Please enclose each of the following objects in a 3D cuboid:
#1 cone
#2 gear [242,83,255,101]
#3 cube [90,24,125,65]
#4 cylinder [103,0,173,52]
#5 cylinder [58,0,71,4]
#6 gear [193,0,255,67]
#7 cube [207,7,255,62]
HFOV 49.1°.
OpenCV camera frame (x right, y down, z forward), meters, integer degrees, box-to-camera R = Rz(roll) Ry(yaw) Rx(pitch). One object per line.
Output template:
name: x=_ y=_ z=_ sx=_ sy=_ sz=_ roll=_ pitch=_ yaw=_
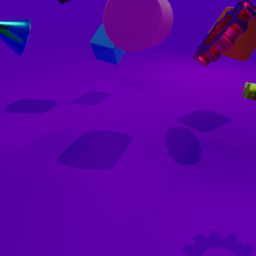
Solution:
cone: x=-2.856 y=-2.253 z=6.468 sx=0.909 sy=0.906 sz=0.906 roll=14 pitch=17 yaw=-34
gear: x=2.233 y=-0.408 z=3.894 sx=1.175 sy=0.217 sz=1.175 roll=10 pitch=13 yaw=-2
cube: x=-0.670 y=-2.998 z=10.086 sx=0.922 sy=0.922 sz=0.922 roll=20 pitch=70 yaw=16
cylinder: x=0.289 y=-2.625 z=6.799 sx=1.393 sy=1.393 sz=1.393 roll=9 pitch=23 yaw=17
cylinder: x=-1.927 y=-4.826 z=9.139 sx=1.138 sy=1.138 sz=1.138 roll=-21 pitch=27 yaw=6
gear: x=2.380 y=-2.352 z=7.030 sx=0.329 sy=1.778 sz=1.778 roll=37 pitch=27 yaw=-9
cube: x=3.224 y=-2.791 z=8.349 sx=1.039 sy=1.039 sz=1.039 roll=34 pitch=-2 yaw=44
